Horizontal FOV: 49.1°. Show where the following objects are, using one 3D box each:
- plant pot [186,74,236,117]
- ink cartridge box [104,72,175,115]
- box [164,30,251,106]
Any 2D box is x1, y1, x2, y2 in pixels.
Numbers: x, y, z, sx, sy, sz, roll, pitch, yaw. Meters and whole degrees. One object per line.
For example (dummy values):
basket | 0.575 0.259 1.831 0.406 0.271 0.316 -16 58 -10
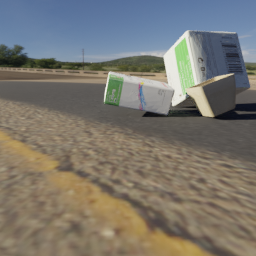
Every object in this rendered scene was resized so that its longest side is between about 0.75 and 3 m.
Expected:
plant pot | 2.873 -1.039 9.388 1.252 1.110 1.253 -22 7 -7
ink cartridge box | 0.343 -1.278 10.107 2.280 0.957 1.651 10 17 -6
box | 3.244 -2.443 11.909 2.554 2.541 2.187 -5 -12 -19
